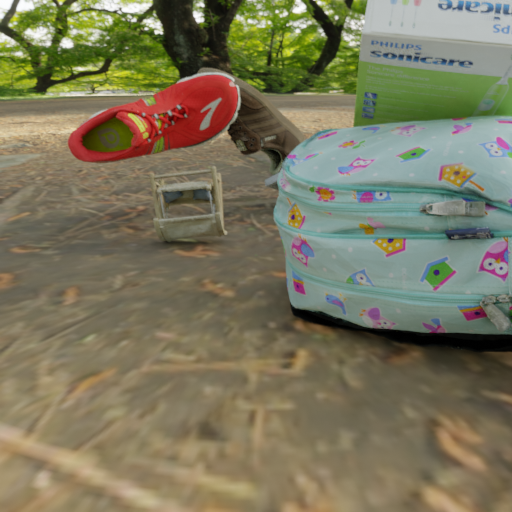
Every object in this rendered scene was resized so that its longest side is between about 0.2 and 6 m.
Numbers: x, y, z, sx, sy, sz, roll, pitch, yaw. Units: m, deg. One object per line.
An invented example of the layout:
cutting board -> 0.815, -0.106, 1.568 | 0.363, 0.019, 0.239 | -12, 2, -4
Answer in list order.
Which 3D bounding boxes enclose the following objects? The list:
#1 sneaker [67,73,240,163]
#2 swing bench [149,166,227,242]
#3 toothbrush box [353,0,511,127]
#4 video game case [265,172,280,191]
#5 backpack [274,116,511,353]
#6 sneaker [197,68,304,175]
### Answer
sneaker -> -1.477, -1.873, 8.142 | 2.652, 1.021, 1.126 | -19, 15, 9
swing bench -> -1.021, -0.759, 8.509 | 1.009, 1.014, 0.658 | -6, -2, 4
toothbrush box -> 1.969, -2.069, 5.967 | 1.687, 0.997, 2.317 | 9, -8, 10
video game case -> 1.163, -1.497, 10.417 | 1.518, 0.167, 1.382 | -23, -22, 38
backpack -> 1.866, -0.293, 5.799 | 3.343, 2.116, 2.789 | 3, 21, 27
sneaker -> -0.130, -2.266, 9.695 | 2.417, 0.913, 0.851 | 29, -4, -35
